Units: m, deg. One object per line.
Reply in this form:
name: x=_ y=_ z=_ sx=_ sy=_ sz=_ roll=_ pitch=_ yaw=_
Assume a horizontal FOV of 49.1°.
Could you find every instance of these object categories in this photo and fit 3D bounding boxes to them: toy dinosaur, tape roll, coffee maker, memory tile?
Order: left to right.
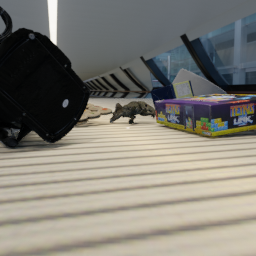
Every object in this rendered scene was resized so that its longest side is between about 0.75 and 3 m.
coffee maker: x=-2.723 y=-1.109 z=6.427 sx=2.961 sy=2.844 sz=1.994 roll=2 pitch=28 yaw=46
memory tile: x=-1.729 y=-0.598 z=10.033 sx=1.616 sy=0.177 sz=2.109 roll=-22 pitch=27 yaw=-39
toy dinosaur: x=0.339 y=-0.686 z=10.072 sx=2.142 sy=0.824 sz=1.095 roll=-14 pitch=30 yaw=-10
tape roll: x=3.877 y=-2.107 z=15.251 sx=2.889 sy=0.954 sz=2.889 roll=29 pitch=10 yaw=-6

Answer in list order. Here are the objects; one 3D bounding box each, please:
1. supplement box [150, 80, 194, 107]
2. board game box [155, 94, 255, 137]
supplement box: x=2.097 y=-1.540 z=13.158 sx=1.401 sy=0.941 sz=1.402 roll=-18 pitch=5 yaw=-37
board game box: x=2.581 y=-0.518 z=8.463 sx=2.479 sy=0.850 sz=2.999 roll=-7 pitch=10 yaw=-21
